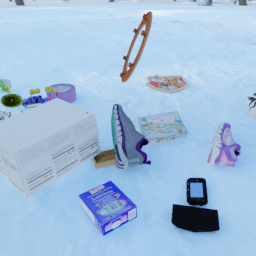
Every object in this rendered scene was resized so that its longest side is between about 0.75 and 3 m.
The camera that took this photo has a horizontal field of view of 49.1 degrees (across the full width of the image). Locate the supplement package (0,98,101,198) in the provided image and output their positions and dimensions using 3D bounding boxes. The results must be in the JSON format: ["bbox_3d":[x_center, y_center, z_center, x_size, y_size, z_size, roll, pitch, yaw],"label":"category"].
[{"bbox_3d":[-2.514,0.406,8.391,2.051,1.460,2.634,22,39,38],"label":"supplement package"}]

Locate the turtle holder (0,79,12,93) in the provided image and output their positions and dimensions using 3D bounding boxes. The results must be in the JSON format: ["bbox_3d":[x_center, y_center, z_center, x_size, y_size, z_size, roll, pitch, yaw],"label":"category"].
[{"bbox_3d":[-6.046,-2.103,13.808,0.570,0.610,0.802,-16,33,-26],"label":"turtle holder"}]

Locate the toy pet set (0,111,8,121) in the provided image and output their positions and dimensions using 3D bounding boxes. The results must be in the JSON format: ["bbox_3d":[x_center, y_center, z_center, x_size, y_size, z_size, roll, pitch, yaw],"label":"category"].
[{"bbox_3d":[-5.663,-0.591,10.844,1.815,0.964,1.694,14,33,24],"label":"toy pet set"}]

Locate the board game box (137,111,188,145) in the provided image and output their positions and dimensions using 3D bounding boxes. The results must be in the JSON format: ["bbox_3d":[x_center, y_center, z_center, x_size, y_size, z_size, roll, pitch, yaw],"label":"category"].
[{"bbox_3d":[1.230,-0.024,10.106,1.589,0.272,1.068,-10,56,-14],"label":"board game box"}]

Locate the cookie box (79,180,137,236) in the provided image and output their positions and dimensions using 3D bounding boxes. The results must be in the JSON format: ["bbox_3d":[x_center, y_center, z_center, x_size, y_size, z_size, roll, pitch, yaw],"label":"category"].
[{"bbox_3d":[-0.510,1.942,6.986,1.002,0.440,1.172,-20,35,-30],"label":"cookie box"}]

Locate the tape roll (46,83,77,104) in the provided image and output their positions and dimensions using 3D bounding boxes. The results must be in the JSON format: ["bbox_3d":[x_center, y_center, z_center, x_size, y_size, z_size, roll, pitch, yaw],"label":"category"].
[{"bbox_3d":[-3.068,-1.562,12.914,1.346,0.572,1.346,-1,30,0],"label":"tape roll"}]

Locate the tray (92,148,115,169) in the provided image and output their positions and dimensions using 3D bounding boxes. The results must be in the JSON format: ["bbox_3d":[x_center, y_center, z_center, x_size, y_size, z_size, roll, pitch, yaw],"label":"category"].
[{"bbox_3d":[-0.538,0.929,8.974,1.190,0.220,0.587,-13,32,-19],"label":"tray"}]

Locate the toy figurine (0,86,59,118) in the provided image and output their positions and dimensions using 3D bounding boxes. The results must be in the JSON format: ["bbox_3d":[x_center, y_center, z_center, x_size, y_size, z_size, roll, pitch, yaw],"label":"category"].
[{"bbox_3d":[-4.122,-0.921,11.820,2.330,1.229,1.396,-15,5,-30],"label":"toy figurine"}]

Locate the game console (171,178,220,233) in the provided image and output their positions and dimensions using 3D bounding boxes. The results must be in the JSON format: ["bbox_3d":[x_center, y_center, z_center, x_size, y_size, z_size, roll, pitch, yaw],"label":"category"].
[{"bbox_3d":[1.716,1.909,7.265,1.114,0.228,1.889,5,30,9],"label":"game console"}]

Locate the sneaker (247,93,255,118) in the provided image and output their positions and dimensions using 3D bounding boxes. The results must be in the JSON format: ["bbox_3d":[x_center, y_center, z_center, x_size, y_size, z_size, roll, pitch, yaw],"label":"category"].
[{"bbox_3d":[6.086,-1.095,11.755,2.243,0.895,1.460,-8,38,6],"label":"sneaker"}]

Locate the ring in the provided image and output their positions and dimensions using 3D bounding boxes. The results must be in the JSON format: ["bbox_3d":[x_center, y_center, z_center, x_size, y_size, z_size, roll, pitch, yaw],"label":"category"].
[{"bbox_3d":[0.217,-2.942,10.192,0.258,2.693,2.693,19,27,-14],"label":"ring"}]

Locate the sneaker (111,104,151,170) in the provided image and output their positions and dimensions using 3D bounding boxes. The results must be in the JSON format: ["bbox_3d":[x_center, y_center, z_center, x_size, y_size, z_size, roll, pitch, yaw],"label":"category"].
[{"bbox_3d":[0.052,0.237,9.014,1.090,0.926,2.490,-1,51,-9],"label":"sneaker"}]

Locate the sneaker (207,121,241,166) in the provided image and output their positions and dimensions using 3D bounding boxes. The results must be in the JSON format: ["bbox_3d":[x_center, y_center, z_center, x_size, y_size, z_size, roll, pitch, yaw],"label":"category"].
[{"bbox_3d":[3.216,0.564,9.120,0.911,0.829,2.061,17,38,15],"label":"sneaker"}]

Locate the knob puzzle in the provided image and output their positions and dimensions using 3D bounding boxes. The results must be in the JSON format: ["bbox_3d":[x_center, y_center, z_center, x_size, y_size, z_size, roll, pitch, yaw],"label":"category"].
[{"bbox_3d":[2.069,-2.395,14.577,2.483,0.344,2.483,0,30,0],"label":"knob puzzle"}]
